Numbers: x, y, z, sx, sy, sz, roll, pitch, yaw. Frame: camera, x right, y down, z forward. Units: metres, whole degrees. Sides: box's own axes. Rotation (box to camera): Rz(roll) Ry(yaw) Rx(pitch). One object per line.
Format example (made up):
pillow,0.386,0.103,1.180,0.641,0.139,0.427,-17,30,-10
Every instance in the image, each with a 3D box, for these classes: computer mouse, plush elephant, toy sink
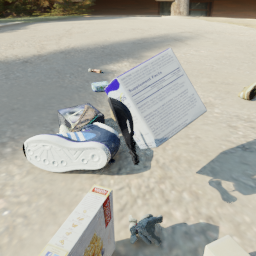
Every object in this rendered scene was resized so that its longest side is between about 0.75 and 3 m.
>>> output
computer mouse,-0.031,-0.059,6.410,0.380,1.649,1.158,-22,20,0
plush elephant,0.319,2.335,6.494,0.837,0.689,0.648,19,-26,-35
toy sink,2.075,2.822,5.318,0.680,0.791,1.214,-13,30,-24

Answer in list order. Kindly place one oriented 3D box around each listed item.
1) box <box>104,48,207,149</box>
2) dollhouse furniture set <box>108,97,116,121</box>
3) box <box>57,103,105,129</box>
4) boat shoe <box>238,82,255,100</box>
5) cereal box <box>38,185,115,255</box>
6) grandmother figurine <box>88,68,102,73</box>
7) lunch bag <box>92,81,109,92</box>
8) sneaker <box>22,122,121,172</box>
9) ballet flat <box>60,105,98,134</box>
box,0.743,-0.763,7.606,1.872,2.036,1.068,-33,6,-22
dollhouse furniture set,0.236,-0.638,10.891,1.558,1.638,1.335,-19,34,-28
box,-1.823,-0.262,10.997,1.414,0.871,1.403,-18,34,-29
boat shoe,6.366,-2.019,14.516,2.025,0.725,0.771,-25,25,-38
cereal box,-0.943,2.455,4.942,0.493,1.793,2.492,11,31,20
grandmother figurine,-2.173,-3.698,18.083,0.859,0.260,0.521,8,1,21
lunch bag,-1.488,-2.258,15.218,0.927,0.382,0.745,-9,31,-16
sneaker,-1.704,0.515,9.423,2.918,1.176,2.137,2,20,12
ballet flat,-1.941,-0.018,9.800,2.015,0.677,0.686,-48,17,-11
